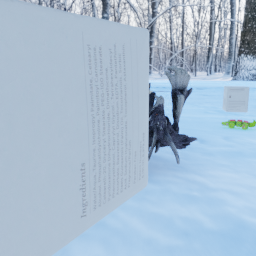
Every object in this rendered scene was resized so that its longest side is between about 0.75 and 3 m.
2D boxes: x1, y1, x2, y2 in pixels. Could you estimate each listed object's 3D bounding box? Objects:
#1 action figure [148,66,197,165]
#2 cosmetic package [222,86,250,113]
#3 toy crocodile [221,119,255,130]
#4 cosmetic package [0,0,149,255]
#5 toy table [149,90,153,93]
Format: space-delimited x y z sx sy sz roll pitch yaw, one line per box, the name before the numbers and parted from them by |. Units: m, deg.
action figure | 0.218 -0.419 4.883 1.598 1.372 2.689 -1 20 -15
cosmetic package | 4.116 -1.121 10.730 0.795 0.950 0.790 2 12 9
toy crocodile | 2.980 -0.121 7.557 0.885 0.273 0.299 6 13 29
cosmetic package | -1.188 -0.085 2.985 2.036 2.024 2.433 8 15 31
toy table | 0.564 -1.063 10.260 0.571 0.975 0.896 -1 -15 -4
